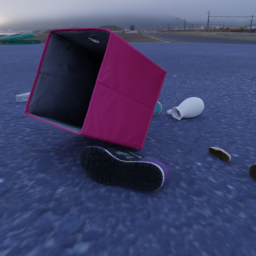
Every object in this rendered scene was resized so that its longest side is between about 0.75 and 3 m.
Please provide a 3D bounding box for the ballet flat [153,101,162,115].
[{"bbox_3d":[0.305,-0.870,11.264,2.083,0.723,0.723,1,21,3],"label":"ballet flat"}]

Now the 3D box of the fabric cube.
[{"bbox_3d":[-0.849,-1.038,7.848,2.485,2.533,2.525,17,0,40],"label":"fabric cube"}]

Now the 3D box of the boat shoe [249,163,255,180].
[{"bbox_3d":[3.591,1.103,6.259,0.598,0.563,1.570,-3,18,-41],"label":"boat shoe"}]

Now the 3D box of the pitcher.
[{"bbox_3d":[2.216,-0.749,10.866,1.224,0.742,1.050,-21,18,-21],"label":"pitcher"}]

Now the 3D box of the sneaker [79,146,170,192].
[{"bbox_3d":[-0.087,0.913,6.641,2.161,0.818,0.946,14,11,22],"label":"sneaker"}]

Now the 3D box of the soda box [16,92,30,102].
[{"bbox_3d":[-4.775,-1.462,13.171,0.313,0.291,0.917,15,25,33],"label":"soda box"}]

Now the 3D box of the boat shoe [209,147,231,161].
[{"bbox_3d":[2.550,0.685,7.661,0.248,0.275,0.763,-11,18,-24],"label":"boat shoe"}]
